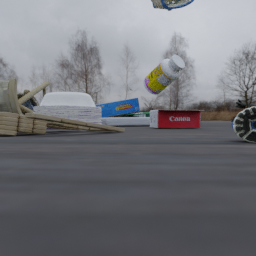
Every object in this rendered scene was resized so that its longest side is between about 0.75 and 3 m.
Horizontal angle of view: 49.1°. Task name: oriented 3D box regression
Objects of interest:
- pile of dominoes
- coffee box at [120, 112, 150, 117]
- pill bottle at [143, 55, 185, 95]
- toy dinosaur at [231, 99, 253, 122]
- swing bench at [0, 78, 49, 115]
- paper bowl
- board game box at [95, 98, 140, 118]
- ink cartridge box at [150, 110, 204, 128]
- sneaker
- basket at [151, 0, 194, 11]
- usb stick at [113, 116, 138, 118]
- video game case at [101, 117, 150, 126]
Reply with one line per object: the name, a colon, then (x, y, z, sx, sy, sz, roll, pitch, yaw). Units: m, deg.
pile of dominoes: (-1.235, 0.040, 4.552, 1.517, 0.310, 1.946, 1, -6, 40)
coffee box: (0.973, -0.544, 14.248, 2.360, 0.519, 1.451, -7, 5, -24)
pill bottle: (1.609, -2.373, 12.435, 1.002, 1.002, 1.922, -1, -27, -40)
toy dinosaur: (5.493, -0.476, 12.354, 1.494, 1.124, 2.201, 20, -4, 41)
swing bench: (-4.779, -0.916, 10.606, 2.719, 1.773, 2.733, 1, 7, 10)
paper bowl: (-1.598, -0.454, 7.495, 1.781, 0.926, 1.781, -1, 1, 0)
board game box: (-0.614, -0.805, 12.361, 2.079, 0.581, 2.036, -10, 1, -3)
ink cartridge box: (1.220, -0.228, 7.088, 1.134, 0.475, 0.995, 0, 2, -10)
sneaker: (1.634, -0.082, 2.850, 1.143, 0.449, 0.509, 0, 4, 9)
basket: (1.061, -2.940, 5.828, 1.039, 0.820, 1.179, -24, 15, -20)
usb stick: (-0.295, -0.363, 13.205, 0.632, 0.372, 2.281, -10, 7, -37)
video game case: (0.115, -0.238, 10.463, 2.829, 0.311, 2.579, -2, 2, -22)
